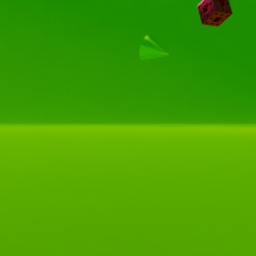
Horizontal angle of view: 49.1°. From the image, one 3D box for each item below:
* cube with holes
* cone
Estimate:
[{"bbox_3d":[3.107,-4.224,10.042,0.768,0.768,0.768,-3,-15,-25],"label":"cube with holes"},{"bbox_3d":[1.269,-3.314,12.064,1.142,1.138,1.138,25,11,23],"label":"cone"}]
